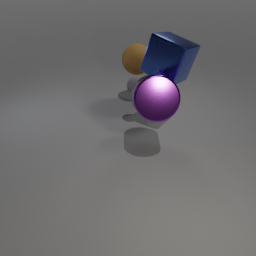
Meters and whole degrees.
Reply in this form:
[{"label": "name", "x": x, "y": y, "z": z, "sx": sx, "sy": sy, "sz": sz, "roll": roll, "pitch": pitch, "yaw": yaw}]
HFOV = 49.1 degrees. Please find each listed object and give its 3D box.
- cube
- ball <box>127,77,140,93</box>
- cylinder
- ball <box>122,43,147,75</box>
[{"label": "cube", "x": 1.506, "y": -2.514, "z": 10.059, "sx": 1.400, "sy": 1.400, "sz": 1.400, "roll": 31, "pitch": 32, "yaw": 20}, {"label": "ball", "x": 0.298, "y": -1.661, "z": 11.019, "sx": 0.700, "sy": 0.700, "sz": 0.700, "roll": 0, "pitch": 30, "yaw": 0}, {"label": "cylinder", "x": 0.826, "y": -0.975, "z": 8.883, "sx": 1.400, "sy": 1.400, "sz": 1.400, "roll": -2, "pitch": 11, "yaw": -3}, {"label": "ball", "x": 0.416, "y": -3.146, "z": 12.841, "sx": 1.400, "sy": 1.400, "sz": 1.400, "roll": 0, "pitch": 30, "yaw": 0}]
